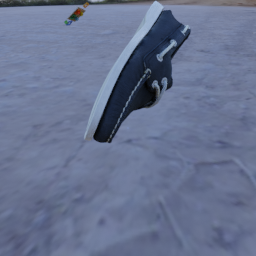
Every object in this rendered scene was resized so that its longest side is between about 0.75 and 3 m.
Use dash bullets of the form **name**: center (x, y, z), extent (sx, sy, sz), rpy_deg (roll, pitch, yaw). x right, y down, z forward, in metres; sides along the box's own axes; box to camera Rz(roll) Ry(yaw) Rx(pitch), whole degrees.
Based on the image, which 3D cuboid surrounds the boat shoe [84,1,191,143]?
- **boat shoe**: center (0.242, -0.723, 3.471), extent (0.740, 0.927, 2.452), rpy_deg (29, 58, -6)

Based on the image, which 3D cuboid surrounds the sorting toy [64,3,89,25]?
- **sorting toy**: center (-1.689, -3.746, 9.309), extent (1.066, 0.145, 0.600), rpy_deg (-37, -1, 22)
